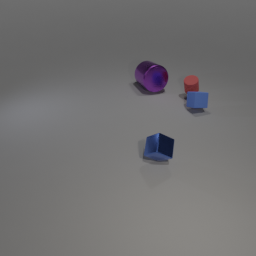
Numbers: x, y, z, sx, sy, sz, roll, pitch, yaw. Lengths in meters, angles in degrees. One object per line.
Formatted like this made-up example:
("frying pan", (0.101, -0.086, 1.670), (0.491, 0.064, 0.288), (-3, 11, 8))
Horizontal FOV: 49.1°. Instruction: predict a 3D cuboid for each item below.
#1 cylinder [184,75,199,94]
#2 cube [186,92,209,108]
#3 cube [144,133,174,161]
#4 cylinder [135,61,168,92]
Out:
("cylinder", (3.103, -2.098, 13.703), (0.700, 0.700, 0.700), (-8, 50, 10))
("cube", (3.174, -1.295, 12.832), (0.700, 0.700, 0.700), (-2, 10, -20))
("cube", (1.057, 0.659, 9.467), (0.700, 0.700, 0.700), (23, 64, -28))
("cylinder", (1.223, -2.751, 14.824), (1.400, 1.400, 1.400), (-10, 25, -16))
